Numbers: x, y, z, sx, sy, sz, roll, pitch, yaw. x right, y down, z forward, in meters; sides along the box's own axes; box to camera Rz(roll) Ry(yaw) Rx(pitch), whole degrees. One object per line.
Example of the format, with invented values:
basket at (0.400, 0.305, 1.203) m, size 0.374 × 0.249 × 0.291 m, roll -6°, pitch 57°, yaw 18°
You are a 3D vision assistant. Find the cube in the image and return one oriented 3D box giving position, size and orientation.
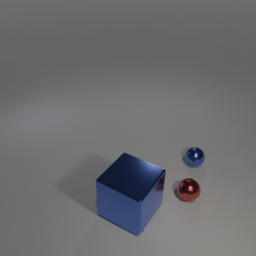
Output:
cube at (0.087, 1.799, 7.838) m, size 1.400 × 1.400 × 1.400 m, roll 20°, pitch 39°, yaw 26°

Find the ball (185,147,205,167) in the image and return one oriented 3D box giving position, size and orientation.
ball at (2.375, 1.021, 9.953) m, size 0.700 × 0.700 × 0.700 m, roll 0°, pitch 31°, yaw 0°

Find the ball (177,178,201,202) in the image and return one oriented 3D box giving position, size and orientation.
ball at (1.854, 1.875, 8.512) m, size 0.700 × 0.700 × 0.700 m, roll 0°, pitch 31°, yaw 0°
